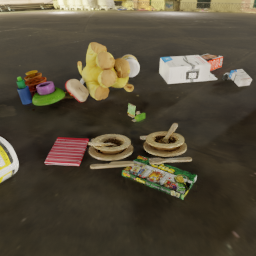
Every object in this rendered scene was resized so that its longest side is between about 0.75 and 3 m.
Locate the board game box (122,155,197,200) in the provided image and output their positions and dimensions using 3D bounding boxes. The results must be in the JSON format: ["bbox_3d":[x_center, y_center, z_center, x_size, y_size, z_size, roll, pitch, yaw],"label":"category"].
[{"bbox_3d":[0.676,1.031,6.099,1.455,0.171,0.762,16,30,28],"label":"board game box"}]

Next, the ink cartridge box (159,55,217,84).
[{"bbox_3d":[2.464,-2.414,11.355,2.124,0.708,1.230,-6,33,-10],"label":"ink cartridge box"}]

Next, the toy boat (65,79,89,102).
[{"bbox_3d":[-1.883,-1.311,9.985,0.591,0.904,0.590,-13,42,40],"label":"toy boat"}]

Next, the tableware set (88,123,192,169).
[{"bbox_3d":[0.250,0.328,6.913,2.433,0.488,1.608,-3,21,-6],"label":"tableware set"}]

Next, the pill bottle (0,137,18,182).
[{"bbox_3d":[-3.138,0.908,5.451,0.969,0.969,1.740,15,31,27],"label":"pill bottle"}]

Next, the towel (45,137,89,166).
[{"bbox_3d":[-1.497,0.575,7.008,0.854,0.133,1.180,2,28,3],"label":"towel"}]

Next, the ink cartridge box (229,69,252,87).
[{"bbox_3d":[4.715,-2.109,11.758,0.564,0.326,0.772,-9,47,-14],"label":"ink cartridge box"}]

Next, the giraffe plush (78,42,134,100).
[{"bbox_3d":[-0.674,-2.025,10.706,1.870,1.990,2.306,-7,-9,-34],"label":"giraffe plush"}]

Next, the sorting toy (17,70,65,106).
[{"bbox_3d":[-3.238,-1.513,9.942,1.363,0.931,2.269,-28,32,-28],"label":"sorting toy"}]

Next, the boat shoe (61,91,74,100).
[{"bbox_3d":[-2.297,-1.252,10.345,0.836,0.306,0.271,-13,36,-23],"label":"boat shoe"}]

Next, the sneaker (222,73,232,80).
[{"bbox_3d":[4.547,-2.214,12.216,0.845,0.317,0.488,-14,33,-28],"label":"sneaker"}]

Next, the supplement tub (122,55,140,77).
[{"bbox_3d":[0.056,-2.898,12.932,0.849,0.849,1.174,-2,28,-5],"label":"supplement tub"}]

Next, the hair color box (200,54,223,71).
[{"bbox_3d":[3.742,-3.166,13.755,1.875,0.574,0.951,-24,35,-39],"label":"hair color box"}]

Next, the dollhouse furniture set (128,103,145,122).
[{"bbox_3d":[0.161,-0.436,8.542,0.305,0.394,0.789,-20,34,-34],"label":"dollhouse furniture set"}]
